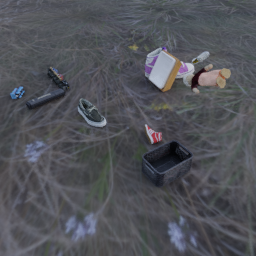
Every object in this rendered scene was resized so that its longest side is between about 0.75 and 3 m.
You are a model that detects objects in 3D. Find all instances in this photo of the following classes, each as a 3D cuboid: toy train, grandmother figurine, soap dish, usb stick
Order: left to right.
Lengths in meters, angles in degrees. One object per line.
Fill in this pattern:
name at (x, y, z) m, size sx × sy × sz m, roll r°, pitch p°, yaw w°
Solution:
toy train at (-5.403, -1.746, 13.702) m, size 0.458 × 0.348 × 0.802 m, roll -3°, pitch 39°, yaw 5°
usb stick at (-3.873, -1.405, 13.290) m, size 1.908 × 0.311 × 0.529 m, roll -29°, pitch 48°, yaw -30°
toy train at (-3.676, -2.630, 14.730) m, size 0.545 × 0.406 × 2.380 m, roll -19°, pitch 43°, yaw -27°
soap dish at (1.887, -2.874, 14.105) m, size 0.702 × 1.729 × 1.360 m, roll 4°, pitch 32°, yaw -36°
grandmother figurine at (2.834, -1.826, 10.665) m, size 1.242 × 0.620 × 2.049 m, roll -52°, pitch 27°, yaw -11°

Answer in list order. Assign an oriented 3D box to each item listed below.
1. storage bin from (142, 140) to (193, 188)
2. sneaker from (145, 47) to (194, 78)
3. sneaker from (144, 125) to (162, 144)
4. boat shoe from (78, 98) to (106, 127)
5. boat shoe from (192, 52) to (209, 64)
storage bin at (1.353, 1.214, 9.736) m, size 1.571 × 0.736 × 1.062 m, roll -23°, pitch 44°, yaw -26°
sneaker at (2.301, -3.511, 14.912) m, size 2.744 × 1.564 × 0.994 m, roll -6°, pitch 38°, yaw -10°
sneaker at (1.024, 0.210, 11.265) m, size 0.558 × 0.353 × 0.992 m, roll -13°, pitch 48°, yaw -9°
boat shoe at (-1.638, -0.688, 12.128) m, size 0.667 × 0.656 × 1.849 m, roll -30°, pitch 48°, yaw -31°
boat shoe at (3.283, -3.170, 12.814) m, size 0.885 × 0.327 × 0.377 m, roll -21°, pitch 19°, yaw 40°
